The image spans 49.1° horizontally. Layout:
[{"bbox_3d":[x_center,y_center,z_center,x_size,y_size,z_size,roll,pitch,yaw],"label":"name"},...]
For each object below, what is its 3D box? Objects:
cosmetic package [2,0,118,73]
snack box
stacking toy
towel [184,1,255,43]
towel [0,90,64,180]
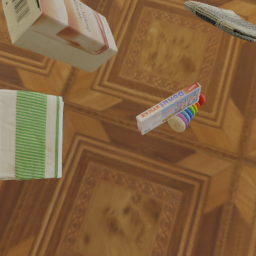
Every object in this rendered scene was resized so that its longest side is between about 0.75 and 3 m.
[{"bbox_3d":[-1.605,-2.533,7.130,1.147,2.629,1.359,-30,71,28],"label":"cosmetic package"},{"bbox_3d":[0.770,-0.364,5.241,1.344,0.483,0.163,-31,59,-11],"label":"snack box"},{"bbox_3d":[1.633,-0.464,7.487,0.533,0.533,1.248,43,67,11],"label":"stacking toy"},{"bbox_3d":[2.500,-2.446,6.536,1.900,0.328,1.829,2,36,-31],"label":"towel"},{"bbox_3d":[-2.570,0.160,5.618,2.475,0.289,1.888,1,92,-21],"label":"towel"}]
